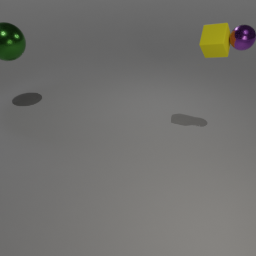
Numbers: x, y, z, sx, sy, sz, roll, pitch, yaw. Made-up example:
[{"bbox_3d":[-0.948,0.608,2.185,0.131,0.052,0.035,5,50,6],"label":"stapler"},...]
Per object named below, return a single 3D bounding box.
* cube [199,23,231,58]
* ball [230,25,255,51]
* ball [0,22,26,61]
[{"bbox_3d":[2.593,-2.567,8.269,0.700,0.700,0.700,6,72,32],"label":"cube"},{"bbox_3d":[3.259,-2.560,7.952,0.700,0.700,0.700,0,31,0],"label":"ball"},{"bbox_3d":[-4.599,-3.251,10.586,1.400,1.400,1.400,0,31,0],"label":"ball"}]
